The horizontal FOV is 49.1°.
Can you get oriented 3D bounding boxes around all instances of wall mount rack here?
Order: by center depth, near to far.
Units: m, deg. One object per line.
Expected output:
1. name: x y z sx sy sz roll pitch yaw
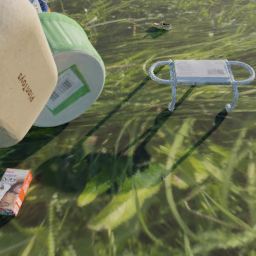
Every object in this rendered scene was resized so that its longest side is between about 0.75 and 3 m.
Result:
1. wall mount rack: 2.051 -1.581 8.393 2.925 1.090 2.541 1 49 1

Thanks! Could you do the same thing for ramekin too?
1. ramekin: -1.882 -1.286 6.981 2.703 2.703 1.320 -26 58 -23

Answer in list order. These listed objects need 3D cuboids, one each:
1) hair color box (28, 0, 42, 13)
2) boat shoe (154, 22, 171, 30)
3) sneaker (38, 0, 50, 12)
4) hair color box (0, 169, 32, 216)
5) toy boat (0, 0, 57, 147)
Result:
1. hair color box: -4.235 -3.408 9.772 1.403 0.859 2.834 12 62 9
2. boat shoe: 1.415 -4.206 11.415 0.766 0.265 0.282 18 49 17
3. sneaker: -4.471 -5.352 12.148 2.068 0.811 0.779 -2 45 -2
4. hair color box: -2.494 1.353 5.987 0.533 0.307 0.961 4 47 4
5. toy boat: -2.272 -0.887 4.194 1.820 2.785 1.817 26 70 6
